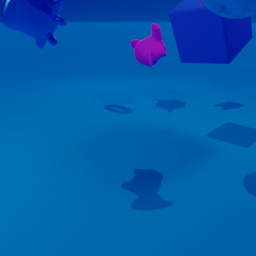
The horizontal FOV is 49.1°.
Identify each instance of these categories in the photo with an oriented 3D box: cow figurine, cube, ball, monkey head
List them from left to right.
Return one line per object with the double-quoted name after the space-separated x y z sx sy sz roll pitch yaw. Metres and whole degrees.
-1.071 -1.558 3.283 1.235 0.689 1.255 40 36 -1 "cow figurine"
0.656 -2.635 8.985 1.007 1.202 1.671 -22 44 -8 "monkey head"
1.806 -2.207 6.029 1.201 1.201 1.201 14 49 43 "cube"
1.275 -1.800 3.174 1.051 1.051 1.051 0 23 0 "ball"
